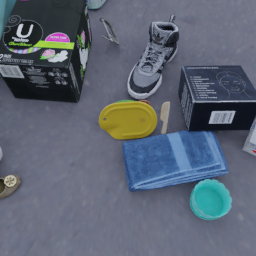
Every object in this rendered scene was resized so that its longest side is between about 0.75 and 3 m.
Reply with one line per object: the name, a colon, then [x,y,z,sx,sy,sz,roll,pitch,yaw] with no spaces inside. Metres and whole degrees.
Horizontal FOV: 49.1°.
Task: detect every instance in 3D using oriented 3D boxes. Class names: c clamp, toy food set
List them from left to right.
c clamp: [-0.581,-2.963,8.482,0.151,0.953,1.115,-34,60,26]
toy food set: [0.168,-0.300,7.277,1.792,1.054,0.585,-2,30,4]

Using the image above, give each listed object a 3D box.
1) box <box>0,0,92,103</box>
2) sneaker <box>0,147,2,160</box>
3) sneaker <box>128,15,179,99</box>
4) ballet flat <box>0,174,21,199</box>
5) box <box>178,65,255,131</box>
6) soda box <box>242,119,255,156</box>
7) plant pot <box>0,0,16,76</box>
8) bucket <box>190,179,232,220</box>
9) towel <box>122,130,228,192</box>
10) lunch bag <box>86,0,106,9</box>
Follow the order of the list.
box: [-2.193,-2.269,7.824,1.942,1.625,2.615,5,62,3]
sneaker: [-4.605,0.783,6.281,2.986,1.122,1.716,10,44,1]
sneaker: [0.709,-2.058,7.835,0.940,1.417,2.491,25,65,12]
ballet flat: [-3.271,1.479,6.569,1.474,0.342,0.497,-21,62,-10]
box: [2.236,-0.797,7.168,1.618,1.003,1.590,0,44,-1]
soda box: [3.587,-0.059,7.281,0.569,0.529,1.667,27,65,13]
plant pot: [-4.102,-2.870,8.114,1.831,1.830,2.591,-6,70,-3]
bucket: [1.846,1.649,6.359,0.870,0.566,0.870,0,62,0]
towel: [1.088,0.727,6.835,2.405,0.584,1.343,-10,62,-5]
lunch bag: [-1.655,-5.203,9.825,2.219,0.855,1.780,22,64,11]
